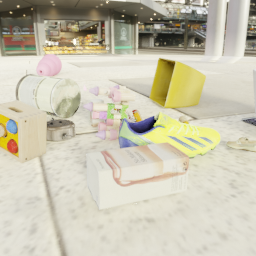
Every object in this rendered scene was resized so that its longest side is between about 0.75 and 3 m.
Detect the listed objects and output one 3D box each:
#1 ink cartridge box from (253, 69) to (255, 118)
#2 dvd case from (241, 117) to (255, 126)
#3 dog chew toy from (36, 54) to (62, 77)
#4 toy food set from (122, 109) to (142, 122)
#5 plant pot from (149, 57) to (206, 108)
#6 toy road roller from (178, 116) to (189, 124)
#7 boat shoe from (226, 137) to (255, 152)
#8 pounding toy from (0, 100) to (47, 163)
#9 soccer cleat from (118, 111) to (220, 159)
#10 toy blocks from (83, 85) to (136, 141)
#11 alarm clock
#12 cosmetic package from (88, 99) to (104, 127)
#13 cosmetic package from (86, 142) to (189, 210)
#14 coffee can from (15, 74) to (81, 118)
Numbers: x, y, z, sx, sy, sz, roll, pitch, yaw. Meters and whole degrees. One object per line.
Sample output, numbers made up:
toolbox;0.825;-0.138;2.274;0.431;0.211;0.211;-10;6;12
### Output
ink cartridge box;5.469;-0.911;8.970;1.983;1.974;2.703;-10;20;9
dvd case;5.106;-0.180;10.465;1.010;0.109;1.359;-8;21;-19
dog chew toy;-6.352;-4.814;22.194;1.731;1.731;2.780;3;28;8
toy food set;0.144;-0.334;10.601;1.196;0.538;0.571;-6;22;47
plant pot;2.432;-2.060;13.369;1.863;2.112;2.112;8;15;-17
toy road roller;1.742;0.050;8.826;0.560;0.767;0.471;-32;29;11
boat shoe;3.259;0.439;7.800;0.423;0.381;1.173;11;-1;-27
pounding toy;-3.207;0.151;7.644;1.612;1.484;1.146;21;26;29
soccer cleat;1.201;0.148;7.683;2.943;1.231;0.951;-3;19;-9
toy blocks;-0.760;-0.602;9.250;1.509;1.676;1.793;1;21;-15
alarm clock;-2.195;0.087;9.083;1.090;0.538;1.616;-11;24;-31
cosmetic package;-1.162;-0.561;10.274;0.491;0.949;0.414;-12;22;-31
cosmetic package;0.186;0.934;5.921;1.960;0.855;1.013;-8;20;-22
coffee can;-3.291;-1.341;11.566;2.181;1.596;1.596;12;22;31
